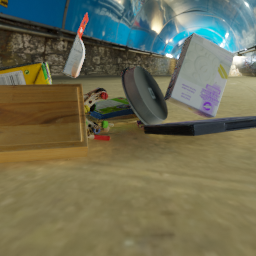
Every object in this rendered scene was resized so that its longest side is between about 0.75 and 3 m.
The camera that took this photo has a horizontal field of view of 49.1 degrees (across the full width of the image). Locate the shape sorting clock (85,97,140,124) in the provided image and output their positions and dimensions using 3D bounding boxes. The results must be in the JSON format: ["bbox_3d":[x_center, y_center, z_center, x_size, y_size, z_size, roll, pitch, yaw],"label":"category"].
[{"bbox_3d":[-0.462,-0.506,9.055,2.713,0.532,2.713,-5,17,2],"label":"shape sorting clock"}]

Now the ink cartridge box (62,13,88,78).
[{"bbox_3d":[-1.135,-1.969,6.857,0.366,1.458,1.183,24,9,-11],"label":"ink cartridge box"}]

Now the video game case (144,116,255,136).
[{"bbox_3d":[2.202,-0.087,6.999,2.994,0.284,2.139,-7,3,-24],"label":"video game case"}]

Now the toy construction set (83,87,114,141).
[{"bbox_3d":[-1.106,-0.341,6.887,1.137,1.235,1.480,5,44,-32],"label":"toy construction set"}]

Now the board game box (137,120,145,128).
[{"bbox_3d":[0.550,-0.183,8.474,0.547,0.147,0.911,-4,12,0],"label":"board game box"}]

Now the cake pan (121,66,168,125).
[{"bbox_3d":[0.538,-0.915,7.929,0.360,1.960,1.960,-27,0,28],"label":"cake pan"}]

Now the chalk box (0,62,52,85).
[{"bbox_3d":[-2.844,-0.822,7.579,1.695,1.687,2.724,-13,15,-10],"label":"chalk box"}]

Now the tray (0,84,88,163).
[{"bbox_3d":[-2.332,-0.113,5.366,2.986,1.473,0.553,-3,-28,-13],"label":"tray"}]

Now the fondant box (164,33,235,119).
[{"bbox_3d":[2.108,-1.496,8.239,1.491,2.067,0.602,22,-8,-12],"label":"fondant box"}]
